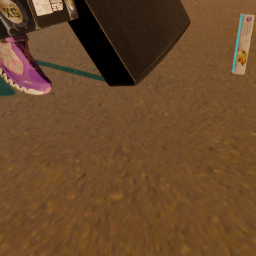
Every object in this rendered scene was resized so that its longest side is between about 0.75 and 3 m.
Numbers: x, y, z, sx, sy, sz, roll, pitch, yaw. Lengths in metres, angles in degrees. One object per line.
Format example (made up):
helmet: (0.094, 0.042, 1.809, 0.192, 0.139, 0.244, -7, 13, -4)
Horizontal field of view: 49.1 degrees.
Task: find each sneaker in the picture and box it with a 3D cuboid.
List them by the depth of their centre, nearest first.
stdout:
sneaker: (-2.706, -1.808, 6.772, 2.378, 1.051, 0.956, 43, 25, 7)

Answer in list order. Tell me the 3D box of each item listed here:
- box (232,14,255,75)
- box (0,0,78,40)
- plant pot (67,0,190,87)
box: (3.263, -2.358, 7.977, 0.314, 1.623, 0.336, 4, 23, 7)
box: (-1.380, -1.447, 3.405, 1.112, 0.585, 1.358, -8, 25, 13)
plant pot: (0.032, -2.470, 6.572, 2.035, 2.294, 2.289, -35, 16, -10)
